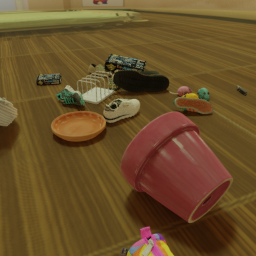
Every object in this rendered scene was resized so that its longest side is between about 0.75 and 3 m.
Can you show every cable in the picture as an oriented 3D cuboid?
[{"bbox_3d":[-4.997,-0.903,9.534,2.489,0.862,2.489,27,-9,9],"label":"cable"}]

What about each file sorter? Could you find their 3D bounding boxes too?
[{"bbox_3d":[-1.430,-1.828,12.385,1.051,0.943,1.515,13,32,23],"label":"file sorter"}]

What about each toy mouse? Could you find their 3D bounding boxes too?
[{"bbox_3d":[2.937,-1.590,12.508,2.012,0.389,1.788,19,34,31],"label":"toy mouse"}]

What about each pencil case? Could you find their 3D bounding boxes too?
[{"bbox_3d":[0.658,2.601,4.433,0.882,0.882,1.996,-13,33,-22],"label":"pencil case"}]

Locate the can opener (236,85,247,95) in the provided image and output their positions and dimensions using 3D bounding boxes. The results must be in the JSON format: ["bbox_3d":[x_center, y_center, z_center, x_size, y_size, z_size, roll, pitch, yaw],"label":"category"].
[{"bbox_3d":[5.313,-1.760,13.007,0.270,0.216,0.809,-7,31,-11],"label":"can opener"}]

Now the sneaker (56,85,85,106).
[{"bbox_3d":[-2.434,-1.219,11.772,0.783,0.666,1.716,-33,36,-23],"label":"sneaker"}]

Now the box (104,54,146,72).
[{"bbox_3d":[-0.102,-3.470,15.456,2.148,0.494,1.708,12,29,1],"label":"box"}]

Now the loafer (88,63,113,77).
[{"bbox_3d":[-1.521,-3.161,15.198,1.549,0.529,0.586,16,33,24],"label":"loafer"}]

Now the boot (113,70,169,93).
[{"bbox_3d":[0.506,-2.408,13.600,2.613,1.012,1.808,8,23,-12],"label":"boot"}]

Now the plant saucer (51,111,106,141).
[{"bbox_3d":[-1.703,-0.046,9.764,1.868,0.350,1.868,0,30,0],"label":"plant saucer"}]

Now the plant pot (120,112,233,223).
[{"bbox_3d":[1.200,0.988,6.402,2.099,2.099,1.879,-22,51,-34],"label":"plant pot"}]

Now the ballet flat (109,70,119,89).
[{"bbox_3d":[-0.540,-2.538,13.981,0.688,0.688,1.946,5,29,9],"label":"ballet flat"}]

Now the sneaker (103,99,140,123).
[{"bbox_3d":[-0.179,-0.804,10.611,0.666,0.702,1.744,31,44,34],"label":"sneaker"}]

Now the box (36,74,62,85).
[{"bbox_3d":[-4.003,-2.486,14.256,1.183,0.272,0.940,-4,29,-8],"label":"box"}]

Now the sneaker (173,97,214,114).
[{"bbox_3d":[2.578,-0.930,11.117,1.571,0.561,0.628,13,6,-4],"label":"sneaker"}]
